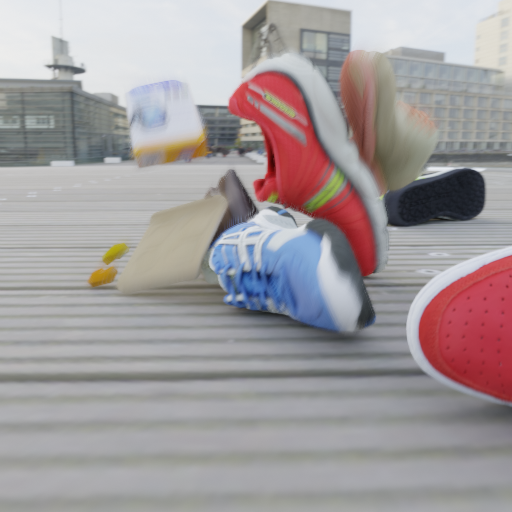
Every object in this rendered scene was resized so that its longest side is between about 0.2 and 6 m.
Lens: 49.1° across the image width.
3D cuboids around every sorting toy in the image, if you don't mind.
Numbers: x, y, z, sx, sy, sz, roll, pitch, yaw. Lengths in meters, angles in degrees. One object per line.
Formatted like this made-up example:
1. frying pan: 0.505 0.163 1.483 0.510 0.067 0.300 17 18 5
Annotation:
1. sorting toy: -1.289 -0.082 7.334 1.848 0.247 1.377 -13 42 28

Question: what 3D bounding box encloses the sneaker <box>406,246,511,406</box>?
1. sneaker: 2.778 0.668 3.133 3.558 1.267 2.001 3 8 5

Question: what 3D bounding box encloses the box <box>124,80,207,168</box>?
1. box: -1.607 -2.361 9.718 1.176 0.410 1.976 -12 48 -7

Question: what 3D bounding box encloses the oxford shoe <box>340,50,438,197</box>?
1. oxford shoe: 1.872 -1.856 7.741 1.157 1.109 3.134 -17 -19 10

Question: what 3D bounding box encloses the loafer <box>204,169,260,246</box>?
1. loafer: -0.573 -0.633 9.256 1.165 1.198 3.281 -31 9 4

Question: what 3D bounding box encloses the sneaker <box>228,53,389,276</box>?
1. sneaker: 0.697 -0.994 7.589 1.420 3.345 1.288 -31 25 2

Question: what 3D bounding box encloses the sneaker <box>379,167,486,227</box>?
1. sneaker: 4.125 -1.540 13.909 3.676 1.318 1.522 -7 13 -30

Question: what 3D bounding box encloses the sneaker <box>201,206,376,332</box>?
1. sneaker: 0.239 0.253 6.105 1.203 1.183 3.124 -24 14 -13
